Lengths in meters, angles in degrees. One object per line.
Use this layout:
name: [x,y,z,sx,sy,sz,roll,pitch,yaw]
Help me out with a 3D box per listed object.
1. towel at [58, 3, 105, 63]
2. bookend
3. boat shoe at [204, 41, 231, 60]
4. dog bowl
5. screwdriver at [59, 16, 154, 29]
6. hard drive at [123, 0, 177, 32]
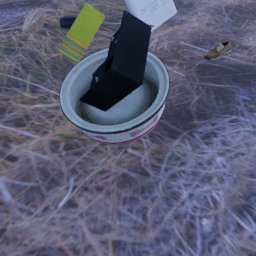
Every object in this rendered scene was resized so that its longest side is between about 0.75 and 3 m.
towel: [-1.062,-2.165,6.426,0.543,1.262,0.114,30,1,-23]
bookend: [-0.223,-1.087,4.775,0.558,1.203,1.211,23,62,-25]
boat shoe: [2.923,-2.550,9.138,1.179,0.435,0.446,-29,40,-30]
dog bowl: [-0.211,-0.581,5.423,2.071,0.764,2.071,-5,56,8]
screwdriver: [-0.534,-2.522,6.857,2.351,0.342,0.328,6,86,5]
hard drive: [0.586,-5.040,10.170,1.824,2.765,0.351,-41,31,-16]
